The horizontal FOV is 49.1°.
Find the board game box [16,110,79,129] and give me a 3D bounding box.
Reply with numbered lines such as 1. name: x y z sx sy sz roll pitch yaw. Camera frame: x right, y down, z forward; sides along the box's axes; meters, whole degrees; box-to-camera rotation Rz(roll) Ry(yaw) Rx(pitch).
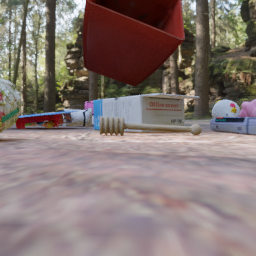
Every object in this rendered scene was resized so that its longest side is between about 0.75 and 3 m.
1. board game box: -2.711 -0.190 8.660 2.431 0.473 1.921 -5 6 7

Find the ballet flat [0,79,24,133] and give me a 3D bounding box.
1. ballet flat: -2.910 -0.264 3.652 2.897 1.096 0.926 -4 29 -4

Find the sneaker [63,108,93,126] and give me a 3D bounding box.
1. sneaker: -2.074 -0.472 11.619 1.169 0.764 2.034 3 5 -6

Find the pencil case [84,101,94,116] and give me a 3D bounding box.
1. pencil case: -0.899 -0.814 15.327 2.969 1.347 1.391 0 -43 -9

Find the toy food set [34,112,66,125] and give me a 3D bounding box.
1. toy food set: -3.456 -0.318 13.272 2.626 0.527 1.813 9 15 42

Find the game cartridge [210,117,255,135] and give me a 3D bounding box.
1. game cartridge: 2.806 -0.070 6.003 1.419 0.420 2.190 4 1 -6

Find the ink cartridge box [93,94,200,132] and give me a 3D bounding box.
1. ink cartridge box: 0.356 -0.315 6.585 1.366 0.787 2.359 -1 2 -38

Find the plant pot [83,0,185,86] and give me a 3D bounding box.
1. plant pot: -0.077 -3.004 8.883 2.764 2.762 2.436 18 -43 -12

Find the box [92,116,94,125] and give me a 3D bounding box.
1. box: -0.873 -0.373 13.526 1.789 0.473 2.295 0 1 -18

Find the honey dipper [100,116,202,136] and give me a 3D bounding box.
1. honey dipper: 0.410 -0.007 5.026 1.825 0.347 0.347 2 2 -4

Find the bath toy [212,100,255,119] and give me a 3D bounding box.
1. bath toy: 3.750 -0.400 7.919 2.651 1.153 0.980 -1 36 -6
